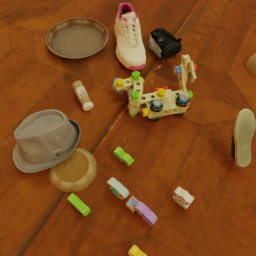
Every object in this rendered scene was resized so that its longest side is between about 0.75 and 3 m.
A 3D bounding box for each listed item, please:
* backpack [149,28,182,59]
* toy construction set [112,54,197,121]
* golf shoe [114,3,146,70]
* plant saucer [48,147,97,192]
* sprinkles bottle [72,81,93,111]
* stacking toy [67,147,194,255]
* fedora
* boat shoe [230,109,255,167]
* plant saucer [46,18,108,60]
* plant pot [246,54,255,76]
[{"bbox_3d":[1.324,-3.233,10.713,1.040,0.789,1.246,-25,61,-24],"label":"backpack"},{"bbox_3d":[1.007,-1.251,9.187,2.865,1.320,1.878,-19,57,1],"label":"toy construction set"},{"bbox_3d":[0.016,-3.491,10.573,1.105,1.343,2.935,-10,58,-8],"label":"golf shoe"},{"bbox_3d":[-1.614,1.135,8.082,1.413,0.250,1.413,1,59,-1],"label":"plant saucer"},{"bbox_3d":[-1.507,-1.076,9.305,0.345,0.345,1.011,-24,75,-15],"label":"sprinkles bottle"},{"bbox_3d":[0.070,1.906,7.334,2.752,0.647,2.075,35,64,21],"label":"stacking toy"},{"bbox_3d":[-2.482,0.195,8.132,2.159,0.975,1.909,-22,47,-10],"label":"fedora"},{"bbox_3d":[3.155,0.262,7.814,0.612,1.639,0.510,-5,16,-8],"label":"boat shoe"},{"bbox_3d":[-1.993,-3.493,11.132,2.418,0.388,2.418,0,56,0],"label":"plant saucer"},{"bbox_3d":[4.954,-2.448,10.271,0.978,0.657,0.978,0,57,-1],"label":"plant pot"}]
